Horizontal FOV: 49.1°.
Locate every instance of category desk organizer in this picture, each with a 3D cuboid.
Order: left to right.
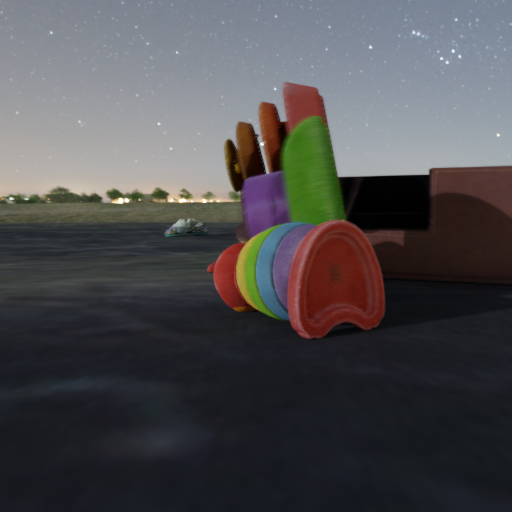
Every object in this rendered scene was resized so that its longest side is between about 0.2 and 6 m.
[{"bbox_3d":[1.441,-0.342,5.939,2.823,1.087,1.012,2,4,23],"label":"desk organizer"}]

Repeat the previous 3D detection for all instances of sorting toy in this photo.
[{"bbox_3d":[0.180,-0.483,4.941,1.132,1.657,2.758,-11,27,10],"label":"sorting toy"}]

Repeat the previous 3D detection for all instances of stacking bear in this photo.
[{"bbox_3d":[0.138,0.124,3.471,0.678,0.635,1.117,-3,0,-36],"label":"stacking bear"}]

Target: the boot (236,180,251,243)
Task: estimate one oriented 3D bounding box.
[{"bbox_3d":[-0.058,-1.042,11.231,0.701,1.612,1.938,-37,20,-28],"label":"boot"}]

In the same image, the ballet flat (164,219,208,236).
[{"bbox_3d":[-2.147,-0.866,17.124,1.525,0.548,0.548,-4,6,-40],"label":"ballet flat"}]
